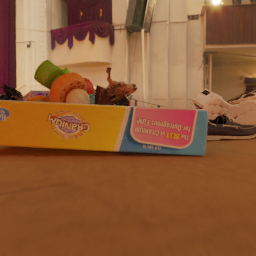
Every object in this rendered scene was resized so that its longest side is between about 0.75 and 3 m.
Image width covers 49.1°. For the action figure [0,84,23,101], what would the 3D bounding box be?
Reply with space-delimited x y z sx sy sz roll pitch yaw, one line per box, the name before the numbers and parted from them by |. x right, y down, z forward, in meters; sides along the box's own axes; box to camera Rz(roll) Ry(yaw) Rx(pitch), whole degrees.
action figure | -3.327 -0.291 6.964 1.632 0.833 0.970 -39 15 28

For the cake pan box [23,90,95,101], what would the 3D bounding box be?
cake pan box | -3.062 -0.778 11.137 2.619 0.744 2.843 -2 -9 -38

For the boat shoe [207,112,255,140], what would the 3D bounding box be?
boat shoe | 1.932 -0.051 5.539 1.676 0.526 0.609 -2 5 -24

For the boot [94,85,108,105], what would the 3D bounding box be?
boot | -0.949 -0.639 8.501 0.409 1.274 1.187 -3 5 -33

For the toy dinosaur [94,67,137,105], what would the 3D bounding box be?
toy dinosaur | -0.667 -1.190 10.371 0.925 1.461 2.156 22 -50 -26

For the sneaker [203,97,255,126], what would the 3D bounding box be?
sneaker | 2.761 -0.194 7.120 0.950 0.894 2.321 20 1 -21

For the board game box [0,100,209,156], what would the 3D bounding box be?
board game box | -0.448 -0.083 4.574 2.917 0.588 2.232 3 4 1

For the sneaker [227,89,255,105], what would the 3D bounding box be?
sneaker | 3.646 -0.439 7.248 1.105 1.143 2.740 -23 13 -33

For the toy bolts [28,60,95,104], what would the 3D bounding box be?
toy bolts | -1.742 -0.571 8.822 1.752 2.412 2.525 45 19 25

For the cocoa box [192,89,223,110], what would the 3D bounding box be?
cocoa box | 2.933 -0.837 10.108 0.688 0.677 1.031 -35 32 -3

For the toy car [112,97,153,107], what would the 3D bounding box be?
toy car | 0.142 -0.439 12.019 2.822 1.384 0.939 28 -21 45

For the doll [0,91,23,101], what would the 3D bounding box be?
doll | -3.812 -0.496 7.887 1.813 0.644 2.657 -33 -5 -1
